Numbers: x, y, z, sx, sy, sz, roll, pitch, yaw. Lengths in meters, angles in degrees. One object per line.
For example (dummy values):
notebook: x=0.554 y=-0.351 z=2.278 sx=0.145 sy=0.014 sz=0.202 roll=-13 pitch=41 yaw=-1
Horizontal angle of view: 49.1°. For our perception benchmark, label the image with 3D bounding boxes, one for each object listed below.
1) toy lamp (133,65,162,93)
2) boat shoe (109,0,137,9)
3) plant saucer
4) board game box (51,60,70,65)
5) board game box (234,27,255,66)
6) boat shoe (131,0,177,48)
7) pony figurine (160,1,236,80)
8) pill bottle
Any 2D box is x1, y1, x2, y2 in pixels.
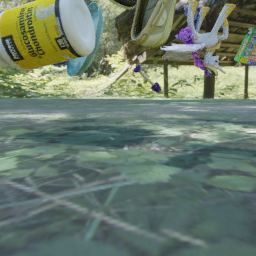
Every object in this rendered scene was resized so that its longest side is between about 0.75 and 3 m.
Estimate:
toy lamp: x=0.881 y=-2.082 z=12.089 sx=1.509 sy=0.439 sz=0.439 roll=38 pitch=-12 yaw=-27
boat shoe: x=-0.412 y=-3.073 z=5.285 sx=0.599 sy=1.806 sz=0.675 roll=-24 pitch=28 yaw=51
plant saucer: x=-1.334 y=-2.705 z=8.765 sx=0.324 sy=2.361 sz=2.361 roll=14 pitch=0 yaw=-29
board game box: x=-2.559 y=-2.778 z=9.165 sx=1.021 sy=1.280 sz=0.620 roll=-5 pitch=1 yaw=-41
board game box: x=3.696 y=-2.230 z=7.900 sx=1.368 sy=0.920 sz=0.199 roll=1 pitch=31 yaw=-32
boat shoe: x=0.591 y=-2.963 z=5.819 sx=0.900 sy=2.468 sz=0.776 roll=26 pitch=20 yaw=37
pony figurine: x=2.625 y=-3.319 z=10.702 sx=2.580 sy=2.672 sz=2.225 roll=10 pitch=9 yaw=11
pill bottle: x=-2.414 y=-2.417 z=7.367 sx=2.826 sy=1.583 sz=1.583 roll=-8 pitch=4 yaw=19
